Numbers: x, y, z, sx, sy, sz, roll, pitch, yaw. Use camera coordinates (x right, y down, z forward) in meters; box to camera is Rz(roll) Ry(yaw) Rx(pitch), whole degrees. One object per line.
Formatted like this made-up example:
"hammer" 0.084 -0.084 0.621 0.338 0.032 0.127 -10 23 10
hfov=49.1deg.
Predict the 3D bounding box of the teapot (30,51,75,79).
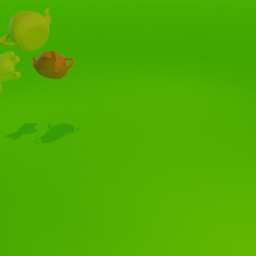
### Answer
"teapot" -1.861 -1.554 6.734 1.263 0.618 0.785 3 -12 18

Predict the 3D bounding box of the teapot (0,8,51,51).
"teapot" -1.923 -1.943 5.445 1.241 0.772 0.608 -40 70 -18

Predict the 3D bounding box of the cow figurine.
"cow figurine" -3.109 -1.324 6.778 0.955 0.533 0.971 -13 70 9
